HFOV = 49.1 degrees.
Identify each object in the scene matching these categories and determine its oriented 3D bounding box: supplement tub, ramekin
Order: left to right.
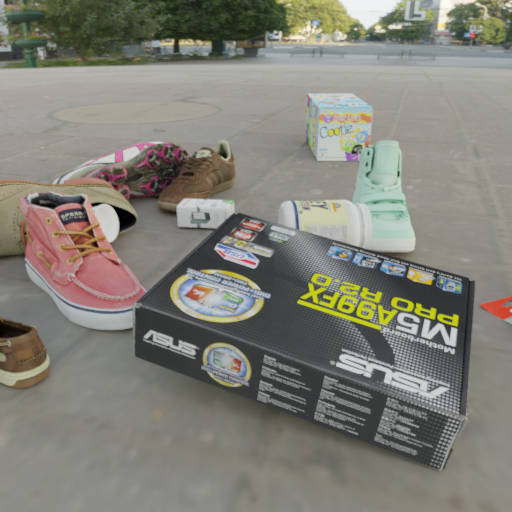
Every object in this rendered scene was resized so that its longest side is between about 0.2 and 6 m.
[{"bbox_3d":[-2.452,-0.494,8.771,0.294,0.603,0.603,-4,20,24],"label":"ramekin"},{"bbox_3d":[1.024,-0.380,8.529,1.291,0.936,0.936,-2,23,-6],"label":"supplement tub"}]

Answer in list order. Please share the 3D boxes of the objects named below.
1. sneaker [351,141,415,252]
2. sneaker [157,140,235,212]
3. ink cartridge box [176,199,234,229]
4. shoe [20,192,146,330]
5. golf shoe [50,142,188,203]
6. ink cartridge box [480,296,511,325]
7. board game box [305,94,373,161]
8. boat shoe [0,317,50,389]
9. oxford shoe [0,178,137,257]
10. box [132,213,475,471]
[{"bbox_3d":[2.087,-1.092,9.425,0.965,1.547,2.622,1,24,-1],"label":"sneaker"},{"bbox_3d":[-1.232,-1.679,11.480,0.949,1.018,2.694,8,24,18],"label":"sneaker"},{"bbox_3d":[-0.900,-0.766,10.084,0.933,0.392,0.681,3,19,7],"label":"ink cartridge box"},{"bbox_3d":[-2.324,-0.037,7.338,0.963,1.227,2.696,-20,30,-39],"label":"shoe"},{"bbox_3d":[-2.676,-1.695,11.360,1.450,1.143,3.150,15,27,32],"label":"golf shoe"},{"bbox_3d":[3.552,0.670,6.904,0.940,0.278,1.174,-10,26,-24],"label":"ink cartridge box"},{"bbox_3d":[2.220,-3.628,15.565,1.424,1.398,2.715,0,23,-1],"label":"board game box"},{"bbox_3d":[-2.962,0.817,6.042,1.818,0.672,0.671,10,25,23],"label":"boat shoe"},{"bbox_3d":[-3.386,-0.560,8.767,3.214,1.132,1.202,-21,36,-38],"label":"oxford shoe"},{"bbox_3d":[0.636,0.613,5.804,2.997,0.663,2.401,17,30,15],"label":"box"}]
